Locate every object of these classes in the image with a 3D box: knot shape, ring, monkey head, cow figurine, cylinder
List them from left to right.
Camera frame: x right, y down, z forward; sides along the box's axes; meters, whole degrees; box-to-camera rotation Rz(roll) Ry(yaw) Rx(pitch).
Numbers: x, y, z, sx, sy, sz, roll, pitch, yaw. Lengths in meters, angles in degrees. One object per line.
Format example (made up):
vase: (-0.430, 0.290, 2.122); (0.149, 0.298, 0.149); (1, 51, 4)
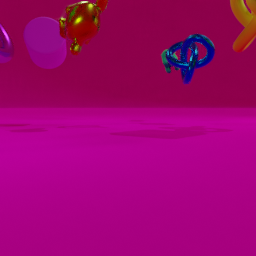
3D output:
ring: (-3.912, -2.645, 7.519); (0.407, 2.037, 2.037); (-32, -3, 13)
cylinder: (-2.317, -2.381, 7.962); (1.081, 1.081, 1.081); (-1, -10, -11)
monkey head: (-0.940, -2.219, 6.192); (0.882, 1.463, 1.053); (25, -6, 34)
cow figurine: (1.543, -2.636, 10.436); (0.651, 1.166, 1.185); (-17, -24, 17)
knot shape: (1.851, -2.037, 8.562); (0.715, 1.448, 1.547); (1, 5, -40)
knot shape: (3.028, -2.614, 6.720); (0.885, 1.916, 1.793); (-5, -27, 2)
